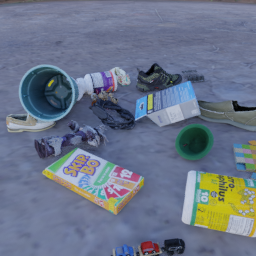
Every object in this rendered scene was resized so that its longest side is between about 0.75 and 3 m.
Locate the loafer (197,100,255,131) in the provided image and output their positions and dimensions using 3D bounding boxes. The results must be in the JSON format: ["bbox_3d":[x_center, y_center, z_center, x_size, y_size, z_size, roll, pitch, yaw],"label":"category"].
[{"bbox_3d":[4.086,-0.775,11.500,2.917,1.016,1.097,15,35,24],"label":"loafer"}]

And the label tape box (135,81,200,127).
[{"bbox_3d":[1.611,-0.910,11.743,2.501,0.827,1.792,-20,28,16],"label":"label tape box"}]

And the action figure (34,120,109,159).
[{"bbox_3d":[-1.831,0.330,9.813,2.637,0.915,1.716,-20,22,-37],"label":"action figure"}]

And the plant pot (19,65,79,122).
[{"bbox_3d":[-2.984,-1.436,11.402,2.111,2.111,2.068,1,9,2],"label":"plant pot"}]

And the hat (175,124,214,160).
[{"bbox_3d":[2.499,0.646,10.035,1.268,1.347,1.531,25,76,31],"label":"hat"}]

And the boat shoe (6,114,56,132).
[{"bbox_3d":[-3.824,-0.268,11.040,1.853,0.634,0.692,-8,32,-13],"label":"boat shoe"}]

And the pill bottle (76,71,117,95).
[{"bbox_3d":[-1.552,-2.190,13.821,1.852,1.032,1.032,-12,33,-17],"label":"pill bottle"}]

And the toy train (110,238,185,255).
[{"bbox_3d":[0.462,2.751,6.313,1.734,0.397,0.296,-5,31,-8],"label":"toy train"}]

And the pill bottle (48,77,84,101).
[{"bbox_3d":[-3.242,-1.948,13.279,2.267,1.182,1.182,18,36,27],"label":"pill bottle"}]

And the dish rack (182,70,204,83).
[{"bbox_3d":[3.594,-2.937,15.729,1.017,0.362,1.325,-6,30,-13],"label":"dish rack"}]

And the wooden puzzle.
[{"bbox_3d":[4.289,1.012,9.393,1.356,0.161,2.287,6,32,10],"label":"wooden puzzle"}]

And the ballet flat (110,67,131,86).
[{"bbox_3d":[-0.478,-2.965,15.434,0.808,0.683,2.135,-18,35,-26],"label":"ballet flat"}]

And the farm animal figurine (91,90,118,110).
[{"bbox_3d":[-1.087,-1.380,12.860,1.229,0.641,1.216,-4,32,-6],"label":"farm animal figurine"}]

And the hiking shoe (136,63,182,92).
[{"bbox_3d":[1.667,-2.649,14.304,2.585,1.301,0.979,-12,33,-19],"label":"hiking shoe"}]

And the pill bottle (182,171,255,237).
[{"bbox_3d":[2.595,1.873,6.847,2.377,1.340,1.340,8,32,13],"label":"pill bottle"}]

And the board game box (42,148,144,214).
[{"bbox_3d":[-1.133,1.441,8.511,2.971,0.445,1.419,17,34,30],"label":"board game box"}]

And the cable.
[{"bbox_3d":[-0.529,-0.511,11.458,2.021,0.513,1.649,31,24,20],"label":"cable"}]
